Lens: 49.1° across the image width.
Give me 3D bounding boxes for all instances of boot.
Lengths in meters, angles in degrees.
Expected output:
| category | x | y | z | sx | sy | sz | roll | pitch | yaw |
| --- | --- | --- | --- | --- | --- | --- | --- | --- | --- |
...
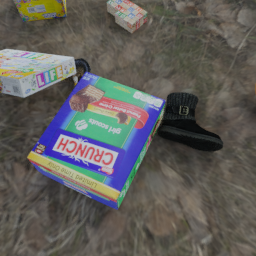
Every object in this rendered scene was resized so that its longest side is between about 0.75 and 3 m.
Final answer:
| category | x | y | z | sx | sy | sz | roll | pitch | yaw |
| --- | --- | --- | --- | --- | --- | --- | --- | --- | --- |
| boot | 1.726 | -0.210 | 7.350 | 1.740 | 0.655 | 1.301 | 18 | 65 | 9 |

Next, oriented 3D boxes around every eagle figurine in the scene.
| category | x | y | z | sx | sy | sz | roll | pitch | yaw |
| --- | --- | --- | --- | --- | --- | --- | --- | --- | --- |
| eagle figurine | -1.393 | -1.578 | 7.991 | 1.035 | 0.785 | 0.781 | -5 | 105 | 14 |

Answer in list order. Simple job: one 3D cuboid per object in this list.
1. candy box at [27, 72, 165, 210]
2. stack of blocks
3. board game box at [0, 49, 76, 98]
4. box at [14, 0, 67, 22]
| category | x | y | z | sx | sy | sz | roll | pitch | yaw |
| --- | --- | --- | --- | --- | --- | --- | --- | --- | --- |
| candy box | -0.668 | 0.212 | 6.864 | 2.305 | 1.050 | 2.727 | 21 | 65 | 14 |
| stack of blocks | -0.101 | -3.780 | 9.221 | 1.301 | 0.381 | 0.749 | 40 | 71 | 17 |
| board game box | -2.937 | -1.501 | 7.206 | 2.642 | 0.452 | 1.776 | 13 | 34 | 28 |
| box | -2.862 | -4.424 | 9.242 | 1.472 | 0.898 | 1.418 | -7 | 64 | -3 |
